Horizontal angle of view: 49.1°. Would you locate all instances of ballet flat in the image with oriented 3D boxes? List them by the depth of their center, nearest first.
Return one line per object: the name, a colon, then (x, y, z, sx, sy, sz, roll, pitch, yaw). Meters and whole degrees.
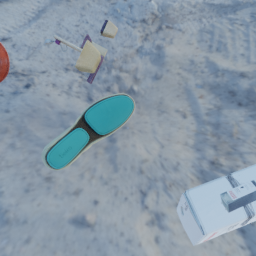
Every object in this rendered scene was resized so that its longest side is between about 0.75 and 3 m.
ballet flat: (-0.989, 0.032, 6.883, 2.606, 0.905, 0.905, -36, 67, -13)

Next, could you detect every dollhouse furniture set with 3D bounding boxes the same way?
dollhouse furniture set: (-1.324, -2.351, 7.145, 1.655, 2.332, 1.848, 26, 94, -8)

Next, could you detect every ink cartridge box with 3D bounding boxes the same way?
ink cartridge box: (1.901, 1.331, 4.992, 1.855, 1.351, 0.787, -18, 61, -5)

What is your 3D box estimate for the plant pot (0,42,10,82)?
plant pot: (-4.030, -1.670, 7.154, 1.379, 1.379, 1.342, 12, 21, 7)
